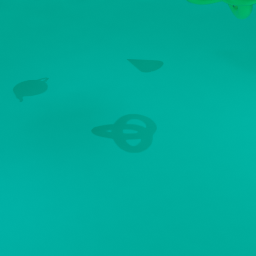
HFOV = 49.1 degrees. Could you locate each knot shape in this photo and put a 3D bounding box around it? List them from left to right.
[{"bbox_3d":[1.947,-2.566,5.074,1.771,0.818,1.657,4,20,-37],"label":"knot shape"}]
